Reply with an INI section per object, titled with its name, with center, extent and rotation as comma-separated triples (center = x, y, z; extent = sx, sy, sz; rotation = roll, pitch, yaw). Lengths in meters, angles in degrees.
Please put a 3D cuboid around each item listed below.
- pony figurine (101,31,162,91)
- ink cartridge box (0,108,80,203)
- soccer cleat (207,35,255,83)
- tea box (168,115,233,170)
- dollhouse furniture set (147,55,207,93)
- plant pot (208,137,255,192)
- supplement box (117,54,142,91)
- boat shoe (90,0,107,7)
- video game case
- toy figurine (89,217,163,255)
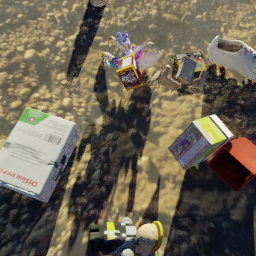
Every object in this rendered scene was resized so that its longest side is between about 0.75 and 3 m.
[pony figurine]
center = 0.054, -2.567, 10.221
extent = 1.946, 1.679, 2.016
rotation = -41, 69, 15
[ink cartridge box]
center = -2.800, 0.813, 8.576
extent = 1.774, 1.005, 2.420
rotation = 19, 64, 9
[soccer cleat]
center = 4.346, -2.481, 10.224
extent = 2.914, 1.130, 1.010
rotation = 22, 65, 11
[tea box]
center = 2.121, 0.413, 8.281
extent = 1.286, 1.307, 0.873
rotation = -14, 60, -41
[dollhouse furniture set]
center = 1.633, -1.695, 9.361
extent = 1.348, 1.580, 0.772
rotation = 26, 75, -17
[plant pot]
center = 3.370, 0.989, 8.474
extent = 1.047, 1.187, 1.188
rotation = -32, 67, -27
[supplement box]
center = 0.058, -1.793, 9.052
extent = 0.532, 0.790, 0.801
rotation = -17, 39, 18
[boat shoe]
center = -1.282, -6.367, 12.437
extent = 0.824, 0.774, 2.236
rotation = 1, 63, 1
[video game case]
center = 2.428, -2.490, 10.788
extent = 1.090, 0.139, 0.985
rotation = -9, 63, -6
[toy figurine]
center = -0.022, 3.403, 6.403
extent = 1.789, 2.532, 2.572
rotation = 3, 63, -5
